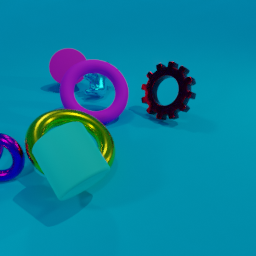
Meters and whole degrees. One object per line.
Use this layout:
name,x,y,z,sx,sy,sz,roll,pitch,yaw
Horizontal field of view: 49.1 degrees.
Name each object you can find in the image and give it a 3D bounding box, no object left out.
ring,-1.157,0.325,5.828,1.881,0.376,1.881,15,44,-15
cow figurine,-0.827,-1.559,9.102,1.211,1.230,0.675,3,-14,-37
knot shape,-2.881,0.467,5.462,1.515,0.700,1.417,-26,72,-12
ring,-0.896,-0.976,7.567,1.857,1.857,0.371,-8,-11,-13
cylinder,-0.951,0.553,4.723,0.967,0.967,0.967,-24,74,-35
gear,1.061,-0.990,7.556,1.537,1.537,0.284,25,12,36
cone,-2.013,-1.955,9.847,1.264,1.264,1.268,-3,-5,-5
